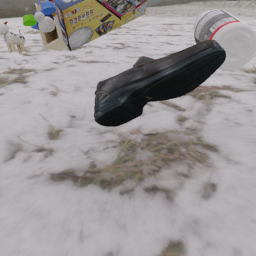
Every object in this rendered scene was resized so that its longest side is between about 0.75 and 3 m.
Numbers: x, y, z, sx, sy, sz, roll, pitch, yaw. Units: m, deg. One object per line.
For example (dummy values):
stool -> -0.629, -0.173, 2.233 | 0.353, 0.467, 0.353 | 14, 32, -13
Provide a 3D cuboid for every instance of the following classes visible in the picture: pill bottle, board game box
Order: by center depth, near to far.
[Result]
pill bottle -> 2.290, -2.303, 7.001 | 1.096, 1.096, 1.980 | -2, 35, -4
board game box -> -0.568, -3.055, 7.058 | 2.444, 1.655, 0.423 | -31, 78, -13

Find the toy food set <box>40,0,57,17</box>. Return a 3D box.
toy food set -> -2.236, -3.486, 7.751 | 0.763, 0.343, 0.364 | 33, 50, -21

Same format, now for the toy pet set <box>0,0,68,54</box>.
toy pet set -> -2.465, -3.251, 8.072 | 2.696, 1.432, 2.518 | -15, -1, 30

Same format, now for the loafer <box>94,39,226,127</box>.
loafer -> 0.427, -1.010, 5.408 | 2.796, 1.011, 1.018 | -23, -25, 22
